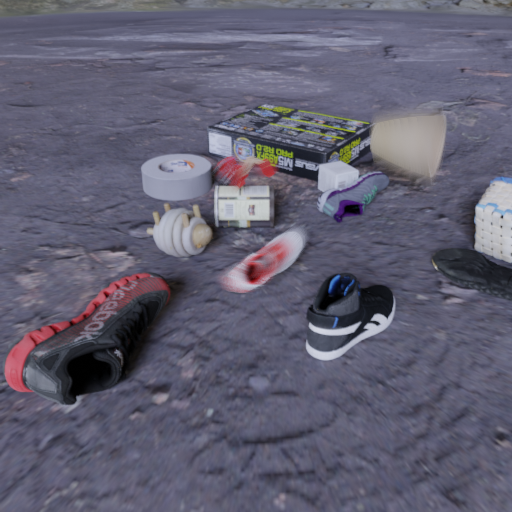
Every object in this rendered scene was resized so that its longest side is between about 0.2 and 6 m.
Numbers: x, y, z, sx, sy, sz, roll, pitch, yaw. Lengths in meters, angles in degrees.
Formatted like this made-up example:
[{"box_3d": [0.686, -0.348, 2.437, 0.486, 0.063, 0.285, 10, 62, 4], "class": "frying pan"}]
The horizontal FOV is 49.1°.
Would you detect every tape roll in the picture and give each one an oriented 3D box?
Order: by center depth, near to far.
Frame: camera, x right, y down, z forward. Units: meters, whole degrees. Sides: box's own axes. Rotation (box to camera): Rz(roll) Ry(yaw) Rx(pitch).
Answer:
[{"box_3d": [-1.964, -1.980, 13.939, 1.722, 0.569, 1.722, -1, 31, 0], "class": "tape roll"}]

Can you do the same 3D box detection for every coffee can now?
[{"box_3d": [-0.243, -1.059, 12.021, 1.243, 0.909, 0.909, 0, 30, 1], "class": "coffee can"}]

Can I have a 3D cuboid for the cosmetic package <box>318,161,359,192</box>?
[{"box_3d": [1.988, -1.851, 13.632, 0.650, 0.654, 0.782, -15, 33, -23], "class": "cosmetic package"}]

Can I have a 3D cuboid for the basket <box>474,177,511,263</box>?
[{"box_3d": [5.185, -0.841, 11.043, 1.298, 1.646, 1.866, 24, 56, 41], "class": "basket"}]

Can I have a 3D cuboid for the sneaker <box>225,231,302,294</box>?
[{"box_3d": [0.275, 0.066, 9.615, 1.683, 0.562, 0.902, -34, 0, -20], "class": "sneaker"}]

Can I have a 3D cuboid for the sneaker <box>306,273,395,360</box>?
[{"box_3d": [1.606, 0.683, 8.793, 0.767, 1.175, 2.100, 24, 38, 35], "class": "sneaker"}]

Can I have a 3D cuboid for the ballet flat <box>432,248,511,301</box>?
[{"box_3d": [4.119, 0.432, 10.027, 0.752, 0.643, 2.263, -44, 41, -15], "class": "ballet flat"}]

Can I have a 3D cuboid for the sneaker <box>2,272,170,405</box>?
[{"box_3d": [-2.117, 1.187, 8.136, 1.359, 0.983, 2.782, 21, 38, 32], "class": "sneaker"}]

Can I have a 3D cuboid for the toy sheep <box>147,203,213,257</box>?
[{"box_3d": [-1.509, -0.476, 10.955, 1.535, 1.058, 1.058, 8, 30, 32], "class": "toy sheep"}]

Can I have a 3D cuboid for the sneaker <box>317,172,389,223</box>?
[{"box_3d": [2.383, -1.256, 12.755, 1.960, 0.730, 0.858, -24, 50, -20], "class": "sneaker"}]

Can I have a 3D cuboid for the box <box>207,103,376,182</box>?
[{"box_3d": [1.008, -3.341, 15.980, 3.836, 0.849, 3.073, 19, 35, 29], "class": "box"}]

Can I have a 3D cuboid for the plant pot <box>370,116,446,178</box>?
[{"box_3d": [3.164, -2.411, 11.827, 1.355, 1.269, 1.269, 15, 34, 24], "class": "plant pot"}]

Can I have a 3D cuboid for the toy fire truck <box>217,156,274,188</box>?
[{"box_3d": [-0.226, -1.797, 11.441, 0.801, 0.277, 1.136, -37, 44, -6], "class": "toy fire truck"}]
